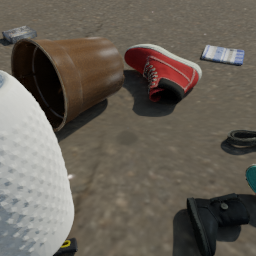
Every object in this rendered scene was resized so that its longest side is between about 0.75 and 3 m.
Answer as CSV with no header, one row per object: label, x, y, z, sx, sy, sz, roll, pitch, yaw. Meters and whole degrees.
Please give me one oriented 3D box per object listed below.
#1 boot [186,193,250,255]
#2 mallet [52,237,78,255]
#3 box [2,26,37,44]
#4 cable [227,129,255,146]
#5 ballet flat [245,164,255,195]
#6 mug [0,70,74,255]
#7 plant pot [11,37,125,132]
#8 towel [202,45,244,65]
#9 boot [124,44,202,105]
boot,1.691,1.696,5.027,1.046,0.476,1.245,-5,33,0
mallet,-2.202,2.107,4.612,2.641,0.543,0.870,-10,32,-22
box,-4.711,-4.082,12.196,1.171,0.283,0.927,-32,49,-32
cable,3.698,0.166,6.794,2.371,0.597,1.151,14,41,16
ballet flat,3.210,1.418,5.354,0.652,0.771,2.040,2,32,-49
mug,-2.159,0.788,3.893,2.205,2.619,2.987,4,34,10
plant pot,-1.463,-1.389,7.562,2.336,2.336,2.313,31,41,32
towel,3.659,-2.821,10.755,1.521,0.181,1.117,15,42,17
boot,0.702,-1.701,8.822,2.726,0.987,1.967,26,47,23
